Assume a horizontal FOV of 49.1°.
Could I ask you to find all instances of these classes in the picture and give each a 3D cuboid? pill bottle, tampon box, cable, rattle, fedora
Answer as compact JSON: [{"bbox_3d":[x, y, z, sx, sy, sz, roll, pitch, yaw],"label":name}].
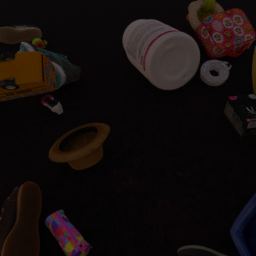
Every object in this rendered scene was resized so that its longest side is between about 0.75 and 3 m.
[{"bbox_3d":[0.867,-2.476,8.857,1.644,1.644,2.900,-12,33,-13],"label":"pill bottle"},{"bbox_3d":[3.198,-0.314,7.465,0.801,0.675,1.069,-7,43,-8],"label":"tampon box"},{"bbox_3d":[2.813,-1.805,9.124,0.911,0.315,0.911,21,71,11],"label":"cable"},{"bbox_3d":[3.137,-3.849,11.450,1.578,1.732,2.424,-24,87,-31],"label":"rattle"},{"bbox_3d":[-1.027,0.483,6.456,1.606,0.655,1.606,-17,24,8],"label":"fedora"}]

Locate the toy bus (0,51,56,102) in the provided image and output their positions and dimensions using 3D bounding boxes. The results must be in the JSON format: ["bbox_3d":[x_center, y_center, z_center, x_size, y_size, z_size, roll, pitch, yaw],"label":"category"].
[{"bbox_3d":[-3.437,-1.279,7.485,2.754,1.078,0.896,-9,77,9],"label":"toy bus"}]

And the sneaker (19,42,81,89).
[{"bbox_3d":[-2.631,-2.113,9.369,1.247,1.060,2.733,-19,47,-43],"label":"sneaker"}]

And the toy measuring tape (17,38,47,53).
[{"bbox_3d":[-3.670,-3.167,10.735,1.194,0.439,0.439,-25,48,-24],"label":"toy measuring tape"}]

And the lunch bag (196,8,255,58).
[{"bbox_3d":[3.663,-3.376,10.246,1.962,0.804,1.728,-19,76,-17],"label":"lunch bag"}]

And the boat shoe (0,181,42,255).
[{"bbox_3d":[-2.036,1.955,5.104,0.703,0.704,2.000,-33,36,20],"label":"boat shoe"}]

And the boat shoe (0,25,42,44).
[{"bbox_3d":[-4.417,-3.816,11.300,1.839,0.661,0.596,-6,35,-7],"label":"boat shoe"}]

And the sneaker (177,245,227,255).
[{"bbox_3d":[1.372,2.413,4.702,1.139,0.426,0.605,12,42,11],"label":"sneaker"}]

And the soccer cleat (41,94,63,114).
[{"bbox_3d":[-2.194,-0.656,8.078,0.359,0.443,1.027,-38,36,-17],"label":"soccer cleat"}]

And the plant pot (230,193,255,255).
[{"bbox_3d":[3.181,1.831,4.173,1.934,2.151,2.151,-3,42,-14],"label":"plant pot"}]

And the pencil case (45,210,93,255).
[{"bbox_3d":[-1.114,1.980,5.180,0.456,0.456,1.033,-32,51,-30],"label":"pencil case"}]

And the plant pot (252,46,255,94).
[{"bbox_3d":[4.445,-1.183,7.615,2.411,1.711,2.411,0,44,0],"label":"plant pot"}]
